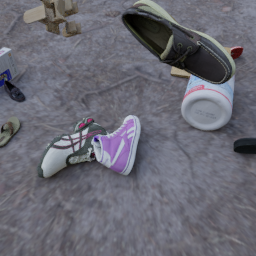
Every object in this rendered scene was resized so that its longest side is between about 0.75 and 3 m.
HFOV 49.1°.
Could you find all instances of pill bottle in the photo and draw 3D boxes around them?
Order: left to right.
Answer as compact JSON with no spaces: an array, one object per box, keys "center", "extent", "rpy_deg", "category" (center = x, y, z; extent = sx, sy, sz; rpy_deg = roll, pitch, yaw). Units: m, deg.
[{"center":[2.584,-1.243,8.803],"extent":[1.406,1.406,2.585],"rpy_deg":[13,45,13],"category":"pill bottle"}]

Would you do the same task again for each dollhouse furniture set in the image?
[{"center":[-2.131,-3.205,7.052],"extent":[1.092,1.678,1.542],"rpy_deg":[-7,3,23],"category":"dollhouse furniture set"}]

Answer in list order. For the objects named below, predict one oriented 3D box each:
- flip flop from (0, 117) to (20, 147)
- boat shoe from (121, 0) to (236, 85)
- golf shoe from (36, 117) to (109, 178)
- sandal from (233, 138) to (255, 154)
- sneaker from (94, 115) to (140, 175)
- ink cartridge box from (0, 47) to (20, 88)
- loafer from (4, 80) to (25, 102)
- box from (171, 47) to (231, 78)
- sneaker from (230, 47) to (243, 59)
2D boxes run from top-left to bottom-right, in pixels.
[{"center":[-3.567,0.062,8.233],"extent":[0.468,0.332,1.155],"rpy_deg":[10,46,10],"category":"flip flop"},{"center":[0.627,-1.086,3.798],"extent":[1.710,0.626,0.554],"rpy_deg":[36,48,11],"category":"boat shoe"},{"center":[-1.393,0.574,7.386],"extent":[0.985,0.863,2.237],"rpy_deg":[31,53,19],"category":"golf shoe"},{"center":[4.071,0.684,7.356],"extent":[2.471,0.929,0.591],"rpy_deg":[1,66,12],"category":"sandal"},{"center":[-0.313,0.217,7.526],"extent":[1.116,0.709,1.957],"rpy_deg":[25,42,-14],"category":"sneaker"},{"center":[-4.703,-1.764,9.564],"extent":[0.413,1.056,2.229],"rpy_deg":[17,47,17],"category":"ink cartridge box"},{"center":[-3.927,-1.272,9.570],"extent":[1.107,0.349,0.398],"rpy_deg":[35,54,30],"category":"loafer"},{"center":[2.770,-2.509,10.603],"extent":[2.031,0.216,1.660],"rpy_deg":[12,63,11],"category":"box"},{"center":[3.893,-3.145,11.337],"extent":[1.421,0.557,0.821],"rpy_deg":[-16,48,-18],"category":"sneaker"}]
